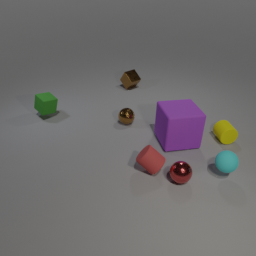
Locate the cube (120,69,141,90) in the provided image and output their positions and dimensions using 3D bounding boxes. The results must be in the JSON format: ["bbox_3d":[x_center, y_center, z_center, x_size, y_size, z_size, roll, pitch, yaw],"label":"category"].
[{"bbox_3d":[0.128,-2.585,14.918,0.700,0.700,0.700,-23,75,-33],"label":"cube"}]

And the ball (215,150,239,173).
[{"bbox_3d":[3.087,1.053,8.755,0.700,0.700,0.700,0,32,0],"label":"ball"}]

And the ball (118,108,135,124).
[{"bbox_3d":[-0.062,-0.504,11.818,0.700,0.700,0.700,0,32,0],"label":"ball"}]

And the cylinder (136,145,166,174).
[{"bbox_3d":[0.735,1.024,9.089,0.700,0.700,0.700,41,34,-9],"label":"cylinder"}]

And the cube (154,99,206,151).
[{"bbox_3d":[1.887,-0.134,10.467,1.400,1.400,1.400,-5,32,-11],"label":"cube"}]

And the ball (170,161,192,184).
[{"bbox_3d":[1.652,1.378,8.733,0.700,0.700,0.700,0,32,0],"label":"ball"}]

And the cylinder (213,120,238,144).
[{"bbox_3d":[3.726,0.154,10.736,0.700,0.700,0.700,-5,32,-8],"label":"cylinder"}]

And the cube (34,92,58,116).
[{"bbox_3d":[-3.562,-1.062,12.147,0.700,0.700,0.700,37,37,30],"label":"cube"}]
